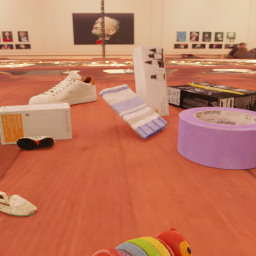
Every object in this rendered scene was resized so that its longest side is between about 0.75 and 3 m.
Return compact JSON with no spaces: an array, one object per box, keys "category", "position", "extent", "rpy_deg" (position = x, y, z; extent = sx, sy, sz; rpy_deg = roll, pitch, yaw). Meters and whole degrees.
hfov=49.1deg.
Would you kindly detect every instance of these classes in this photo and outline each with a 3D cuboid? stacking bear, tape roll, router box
[{"category":"stacking bear","position":[0.209,1.341,2.717],"extent":[1.121,0.681,0.637],"rpy_deg":[-7,-23,-43]},{"category":"tape roll","position":[2.112,0.141,6.221],"extent":[1.965,0.835,1.965],"rpy_deg":[-1,17,0]},{"category":"router box","position":[3.135,-1.118,10.484],"extent":[2.217,0.736,2.819],"rpy_deg":[-9,19,-27]}]

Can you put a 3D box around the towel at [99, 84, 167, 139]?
[{"category":"towel","position":[0.172,-0.505,7.584],"extent":[1.788,0.213,1.313],"rpy_deg":[45,34,15]}]

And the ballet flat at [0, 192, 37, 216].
[{"category":"ballet flat","position":[-1.744,1.087,4.083],"extent":[0.850,0.265,0.287],"rpy_deg":[4,17,12]}]

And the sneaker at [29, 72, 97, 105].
[{"category":"sneaker","position":[-2.529,-1.510,10.956],"extent":[1.079,1.255,2.965],"rpy_deg":[17,25,39]}]

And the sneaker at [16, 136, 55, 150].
[{"category":"sneaker","position":[-2.144,0.349,6.577],"extent":[0.861,0.303,0.403],"rpy_deg":[-3,1,-7]}]

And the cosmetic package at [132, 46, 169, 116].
[{"category":"cosmetic package","position":[0.712,-1.397,8.604],"extent":[0.875,2.120,0.537],"rpy_deg":[-8,4,-29]}]

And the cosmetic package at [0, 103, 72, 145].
[{"category":"cosmetic package","position":[-2.299,-0.123,7.059],"extent":[1.677,0.851,0.598],"rpy_deg":[-5,18,-14]}]

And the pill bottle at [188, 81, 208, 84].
[{"category":"pill bottle","position":[3.490,-2.077,14.020],"extent":[1.001,0.532,0.532],"rpy_deg":[-5,18,-13]}]
